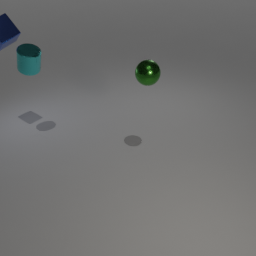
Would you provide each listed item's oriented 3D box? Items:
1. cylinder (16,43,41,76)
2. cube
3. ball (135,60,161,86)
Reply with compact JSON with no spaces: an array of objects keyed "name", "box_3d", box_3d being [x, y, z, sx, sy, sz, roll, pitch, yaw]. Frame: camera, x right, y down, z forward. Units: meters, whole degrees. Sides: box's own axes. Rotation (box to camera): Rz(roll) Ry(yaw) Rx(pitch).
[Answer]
[{"name":"cylinder","box_3d":[-3.018,-2.082,8.538,0.700,0.700,0.700,10,49,-11]},{"name":"cube","box_3d":[-3.835,-2.905,8.528,0.700,0.700,0.700,-45,18,-27]},{"name":"ball","box_3d":[0.537,-1.497,7.606,0.700,0.700,0.700,0,31,0]}]
